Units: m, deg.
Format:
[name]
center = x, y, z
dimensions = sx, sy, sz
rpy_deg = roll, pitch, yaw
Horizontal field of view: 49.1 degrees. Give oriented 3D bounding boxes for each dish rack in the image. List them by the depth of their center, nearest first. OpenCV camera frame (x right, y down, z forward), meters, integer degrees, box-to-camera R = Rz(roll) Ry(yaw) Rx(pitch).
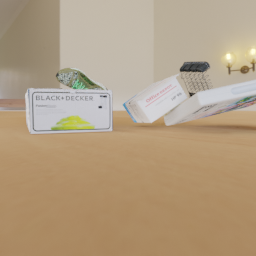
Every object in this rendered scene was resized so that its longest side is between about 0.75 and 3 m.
[dish rack]
center = 1.955, -1.233, 7.771
dimensions = 0.331, 1.212, 0.930
rpy_deg = -40, 29, -20

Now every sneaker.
[sneaker]
center = -1.381, -1.266, 8.758
dimensions = 1.800, 0.692, 0.798
rpy_deg = 22, 29, -27

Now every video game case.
[video game case]
center = 2.378, -0.639, 6.668
dimensions = 2.536, 0.330, 2.786
rpy_deg = -13, -6, -7

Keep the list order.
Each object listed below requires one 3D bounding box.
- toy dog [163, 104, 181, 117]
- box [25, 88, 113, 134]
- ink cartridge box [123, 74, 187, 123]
[toy dog]
center = 1.362, -0.624, 8.728
dimensions = 1.103, 0.770, 1.070
rpy_deg = 17, 11, -39
[box]
center = -1.626, -0.440, 6.921
dimensions = 1.736, 0.895, 2.976
rpy_deg = -2, 4, -22
[ink cartridge box]
center = 0.666, -0.677, 6.965
dimensions = 1.125, 0.658, 1.939
rpy_deg = -35, 9, -9
